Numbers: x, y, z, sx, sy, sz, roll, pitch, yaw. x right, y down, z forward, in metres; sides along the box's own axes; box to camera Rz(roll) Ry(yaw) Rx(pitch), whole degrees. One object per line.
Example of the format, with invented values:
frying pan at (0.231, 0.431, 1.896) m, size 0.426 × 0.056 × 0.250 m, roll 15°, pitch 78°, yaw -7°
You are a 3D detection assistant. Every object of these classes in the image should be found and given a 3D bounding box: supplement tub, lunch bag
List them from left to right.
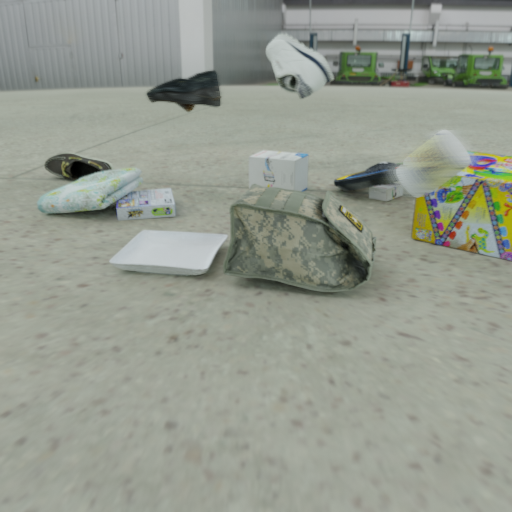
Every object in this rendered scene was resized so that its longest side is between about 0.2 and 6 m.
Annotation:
lunch bag at (0.900, -0.360, 9.995) m, size 2.559 × 1.505 × 2.099 m, roll 11°, pitch 19°, yaw 8°
supplement tub at (2.941, -1.520, 9.368) m, size 1.019 × 0.738 × 0.738 m, roll -39°, pitch 0°, yaw 32°

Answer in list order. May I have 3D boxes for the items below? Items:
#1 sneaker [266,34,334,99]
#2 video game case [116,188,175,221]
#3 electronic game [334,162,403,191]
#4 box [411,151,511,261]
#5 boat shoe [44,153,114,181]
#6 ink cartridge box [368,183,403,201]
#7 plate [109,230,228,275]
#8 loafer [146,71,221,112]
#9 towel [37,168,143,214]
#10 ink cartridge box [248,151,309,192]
sneaker at (0.723, -4.185, 12.402) m, size 0.924 × 0.877 × 2.295 m, roll -43°, pitch 42°, yaw 1°
video game case at (-2.730, -1.285, 13.834) m, size 1.368 × 0.343 × 1.510 m, roll -4°, pitch 22°, yaw -11°
electronic game at (3.396, -2.255, 15.176) m, size 2.607 × 0.542 × 2.607 m, roll -13°, pitch 8°, yaw 2°
box at (4.996, -1.141, 11.854) m, size 2.443 × 1.547 × 2.536 m, roll 16°, pitch 27°, yaw 33°
boat shoe at (-5.344, -2.609, 16.605) m, size 2.163 × 0.771 × 0.651 m, roll 7°, pitch 19°, yaw 10°
ink cartridge box at (3.454, -1.725, 14.939) m, size 0.584 × 0.338 × 0.806 m, roll 17°, pitch 27°, yaw 42°
plate at (-1.612, -0.042, 10.758) m, size 1.843 × 0.298 × 1.847 m, roll 4°, pitch 22°, yaw 8°
loafer at (-1.693, -3.654, 12.847) m, size 2.118 × 0.765 × 0.771 m, roll 5°, pitch 34°, yaw 42°
towel at (-4.061, -1.628, 13.914) m, size 1.843 × 0.518 × 2.153 m, roll -5°, pitch 24°, yaw 23°
ink cartridge box at (0.614, -2.297, 15.490) m, size 1.392 × 1.007 × 1.025 m, roll 10°, pitch 24°, yaw 24°
